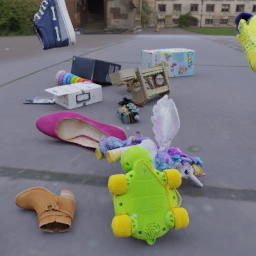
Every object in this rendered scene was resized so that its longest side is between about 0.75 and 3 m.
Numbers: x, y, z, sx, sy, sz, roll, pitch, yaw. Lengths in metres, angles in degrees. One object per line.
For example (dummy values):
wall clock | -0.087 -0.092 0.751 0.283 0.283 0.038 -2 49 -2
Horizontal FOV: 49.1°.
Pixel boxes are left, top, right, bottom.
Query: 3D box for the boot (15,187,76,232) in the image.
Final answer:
boot | -1.468 1.427 4.838 1.110 0.409 0.859 -5 27 -4

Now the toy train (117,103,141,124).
toy train | 0.010 -0.493 9.424 0.627 0.469 1.101 -15 25 -11

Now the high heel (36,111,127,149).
high heel | -1.288 0.151 7.332 2.542 0.856 1.219 14 12 -1

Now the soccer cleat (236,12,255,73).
soccer cleat | 3.371 -2.368 7.591 1.116 0.863 2.668 38 37 -19

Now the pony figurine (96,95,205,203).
pony figurine | 0.448 0.519 5.895 2.076 1.729 2.004 -8 56 -27

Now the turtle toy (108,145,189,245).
turtle toy | 0.247 1.055 4.646 1.195 1.640 0.829 -3 -20 -11

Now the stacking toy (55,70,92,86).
stacking toy | -2.430 -2.131 13.083 1.870 0.798 0.798 17 27 22

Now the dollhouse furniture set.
dollhouse furniture set | 0.078 -1.547 11.507 2.498 1.389 2.209 -21 6 -39

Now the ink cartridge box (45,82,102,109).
ink cartridge box | -2.117 -1.273 10.968 1.940 0.658 1.125 -19 29 -38

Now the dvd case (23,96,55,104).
dvd case | -3.502 -1.137 11.386 1.220 0.097 0.907 1 22 2

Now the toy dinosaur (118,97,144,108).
toy dinosaur | 0.076 -0.897 10.362 1.054 0.539 0.716 -13 -2 28

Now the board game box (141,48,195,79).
board game box | 2.228 -3.670 15.775 2.688 1.410 1.385 -9 24 -21

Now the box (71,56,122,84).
box | -1.590 -2.859 13.822 1.725 1.030 1.754 21 14 41

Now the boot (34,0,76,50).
boot | -2.503 -3.603 8.722 1.046 2.316 0.842 -20 -3 -25
